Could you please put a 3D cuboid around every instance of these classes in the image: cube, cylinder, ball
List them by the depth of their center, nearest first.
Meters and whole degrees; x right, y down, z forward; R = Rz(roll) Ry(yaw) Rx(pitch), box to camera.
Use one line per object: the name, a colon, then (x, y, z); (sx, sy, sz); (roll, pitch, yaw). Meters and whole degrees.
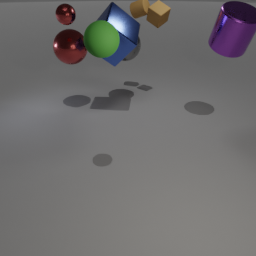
ball: (-0.516, -1.726, 5.461); (0.700, 0.700, 0.700); (0, 28, 0)
ball: (-2.172, -3.963, 9.771); (0.700, 0.700, 0.700); (0, 28, 0)
cylinder: (3.723, -3.451, 9.838); (1.400, 1.400, 1.400); (4, 52, -5)
cube: (-0.547, -3.510, 10.597); (1.400, 1.400, 1.400); (30, 48, -26)
ball: (-2.347, -3.307, 11.443); (1.400, 1.400, 1.400); (0, 28, 0)
cube: (1.311, -4.917, 12.110); (0.700, 0.700, 0.700); (41, 67, 15)
ball: (-0.128, -3.679, 12.383); (1.400, 1.400, 1.400); (0, 28, 0)
cylinder: (0.550, -5.357, 12.552); (0.700, 0.700, 0.700); (-4, 22, 33)
